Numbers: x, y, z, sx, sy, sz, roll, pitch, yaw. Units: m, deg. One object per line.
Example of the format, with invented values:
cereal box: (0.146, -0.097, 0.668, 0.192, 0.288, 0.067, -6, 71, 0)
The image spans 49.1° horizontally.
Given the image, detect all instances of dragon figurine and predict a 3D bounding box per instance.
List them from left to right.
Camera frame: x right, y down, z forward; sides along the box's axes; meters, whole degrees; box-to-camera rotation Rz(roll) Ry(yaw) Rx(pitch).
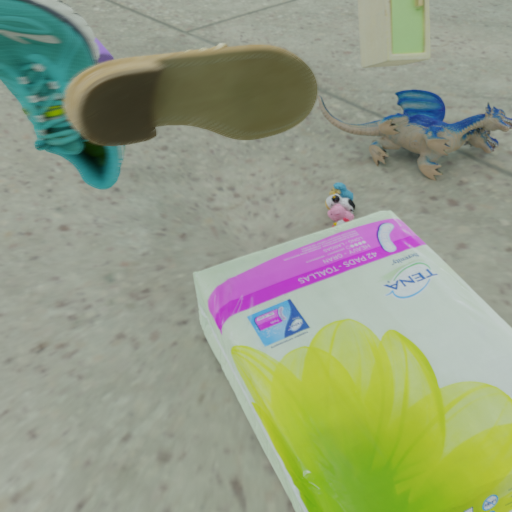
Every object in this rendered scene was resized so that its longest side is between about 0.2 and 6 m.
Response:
dragon figurine: (3.082, -2.551, 11.028, 3.610, 1.062, 1.795, 19, 45, 19)

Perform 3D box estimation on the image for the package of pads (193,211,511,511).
package of pads: (1.378, 1.302, 6.551, 3.062, 1.352, 3.963, -18, 46, -17)

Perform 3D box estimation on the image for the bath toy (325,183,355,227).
bath toy: (1.436, -0.738, 9.488, 0.519, 0.441, 1.193, 3, 43, 3)

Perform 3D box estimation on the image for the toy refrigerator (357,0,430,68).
toy refrigerator: (2.276, -4.450, 9.264, 0.923, 2.432, 0.851, -10, 13, -21)

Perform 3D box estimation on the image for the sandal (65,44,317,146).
sandal: (-0.514, -1.430, 4.527, 2.263, 0.830, 0.744, -17, 50, -37)

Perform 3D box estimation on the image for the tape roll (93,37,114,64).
tape roll: (-2.893, -2.893, 8.940, 0.421, 1.285, 1.285, 48, 54, 1)

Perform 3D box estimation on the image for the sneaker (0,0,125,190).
sneaker: (-2.399, -1.946, 6.926, 1.240, 3.201, 1.275, -10, 67, 10)
